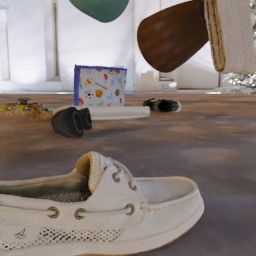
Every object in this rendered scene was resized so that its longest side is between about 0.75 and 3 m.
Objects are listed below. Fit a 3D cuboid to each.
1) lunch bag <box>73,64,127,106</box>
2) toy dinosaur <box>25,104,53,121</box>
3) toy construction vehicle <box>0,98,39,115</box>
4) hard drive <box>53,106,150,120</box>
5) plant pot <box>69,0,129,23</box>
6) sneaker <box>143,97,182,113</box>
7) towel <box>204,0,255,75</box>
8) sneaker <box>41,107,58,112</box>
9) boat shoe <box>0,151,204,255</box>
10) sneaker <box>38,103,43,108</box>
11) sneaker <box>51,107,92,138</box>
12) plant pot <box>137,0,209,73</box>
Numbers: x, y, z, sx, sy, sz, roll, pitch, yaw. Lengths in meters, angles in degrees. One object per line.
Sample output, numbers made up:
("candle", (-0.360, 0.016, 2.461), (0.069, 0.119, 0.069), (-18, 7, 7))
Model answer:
("lunch bag", (-1.225, -1.444, 10.768), (1.416, 1.944, 2.287), (11, 15, 34))
("toy dinosaur", (-2.904, -0.465, 9.743), (0.927, 0.527, 1.746), (29, 28, 25))
("toy construction vehicle", (-4.489, -0.773, 11.540), (1.602, 0.564, 1.394), (-5, 21, -16))
("hard drive", (-0.859, -0.457, 8.678), (2.565, 0.337, 1.691), (-3, 0, -26))
("plant pot", (-0.895, -3.657, 7.166), (1.579, 1.579, 1.267), (6, 7, 37))
("sneaker", (1.369, -1.039, 12.555), (1.923, 0.639, 0.870), (9, 9, 36))
("towel", (2.787, -2.896, 7.533), (1.957, 2.954, 0.509), (-9, 0, -42))
("sneaker", (-3.101, -0.664, 11.235), (0.878, 0.341, 0.614), (8, 5, -11))
("boat shoe", (-0.215, 0.510, 2.075), (1.922, 0.666, 0.680), (-5, 10, -28))
("sneaker", (-4.336, -1.000, 13.296), (0.408, 0.369, 0.958), (-4, 8, 2))
("sneaker", (-1.439, -0.089, 6.548), (0.867, 0.725, 1.910), (-9, 1, 7))
("plant pot", (1.927, -3.411, 9.824), (2.267, 2.267, 2.425), (-6, -6, -37))
